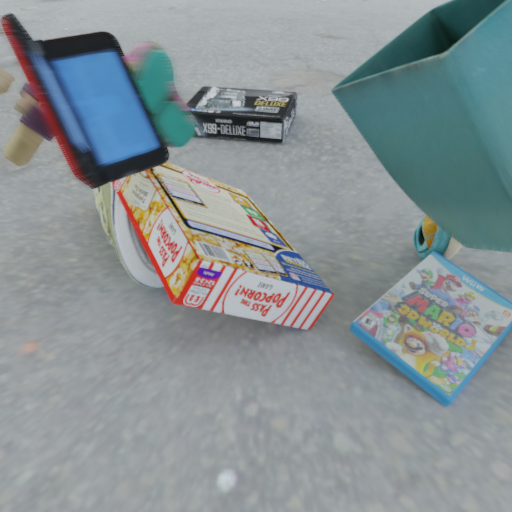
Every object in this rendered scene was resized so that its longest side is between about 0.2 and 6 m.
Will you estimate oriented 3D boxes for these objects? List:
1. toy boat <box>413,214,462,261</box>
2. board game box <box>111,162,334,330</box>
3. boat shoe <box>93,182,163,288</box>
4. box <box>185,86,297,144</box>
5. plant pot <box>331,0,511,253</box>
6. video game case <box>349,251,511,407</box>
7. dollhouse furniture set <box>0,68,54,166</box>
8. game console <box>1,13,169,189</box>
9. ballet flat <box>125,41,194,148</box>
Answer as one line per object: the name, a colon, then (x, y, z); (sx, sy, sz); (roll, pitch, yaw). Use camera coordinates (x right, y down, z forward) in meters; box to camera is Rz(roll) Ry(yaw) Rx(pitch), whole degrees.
toy boat: (2.773, -0.081, 8.609); (0.711, 1.286, 1.530); (4, 67, -4)
board game box: (-0.573, -0.297, 8.109); (2.300, 0.703, 3.037); (17, 24, -37)
boat shoe: (-2.023, -0.598, 9.337); (1.198, 1.032, 3.328); (25, 30, -37)
box: (-0.376, -3.507, 13.758); (2.545, 0.633, 2.007); (7, 35, 11)
plant pot: (2.613, -1.405, 6.378); (1.877, 2.655, 1.876); (-40, 20, -16)
video game case: (2.484, 0.871, 7.584); (1.522, 0.189, 2.127); (38, 51, 25)
dollhouse furniture set: (-3.409, -2.112, 8.219); (1.058, 1.335, 0.947); (34, 42, -22)
game console: (-1.856, -1.839, 6.484); (1.098, 1.849, 1.594); (-26, 5, -7)
ballet flat: (-1.704, -2.546, 8.762); (0.980, 2.754, 0.952); (37, 86, 12)
